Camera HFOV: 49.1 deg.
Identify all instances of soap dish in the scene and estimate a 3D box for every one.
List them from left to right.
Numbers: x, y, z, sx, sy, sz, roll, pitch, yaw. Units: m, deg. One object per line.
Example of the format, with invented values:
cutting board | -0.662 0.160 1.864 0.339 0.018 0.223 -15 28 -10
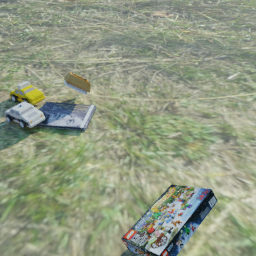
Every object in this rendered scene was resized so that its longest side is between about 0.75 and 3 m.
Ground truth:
soap dish | -1.624 -1.460 9.024 0.806 0.416 1.025 23 9 -21

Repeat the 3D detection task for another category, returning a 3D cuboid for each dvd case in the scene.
dvd case | -1.921 -0.392 8.474 1.699 0.136 1.263 5 36 7

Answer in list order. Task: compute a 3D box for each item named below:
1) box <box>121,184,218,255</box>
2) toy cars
box | 0.717 1.589 4.845 1.493 0.281 1.019 -39 17 -31
toy cars | -3.186 -0.837 8.591 1.180 0.583 2.631 -13 34 -9
